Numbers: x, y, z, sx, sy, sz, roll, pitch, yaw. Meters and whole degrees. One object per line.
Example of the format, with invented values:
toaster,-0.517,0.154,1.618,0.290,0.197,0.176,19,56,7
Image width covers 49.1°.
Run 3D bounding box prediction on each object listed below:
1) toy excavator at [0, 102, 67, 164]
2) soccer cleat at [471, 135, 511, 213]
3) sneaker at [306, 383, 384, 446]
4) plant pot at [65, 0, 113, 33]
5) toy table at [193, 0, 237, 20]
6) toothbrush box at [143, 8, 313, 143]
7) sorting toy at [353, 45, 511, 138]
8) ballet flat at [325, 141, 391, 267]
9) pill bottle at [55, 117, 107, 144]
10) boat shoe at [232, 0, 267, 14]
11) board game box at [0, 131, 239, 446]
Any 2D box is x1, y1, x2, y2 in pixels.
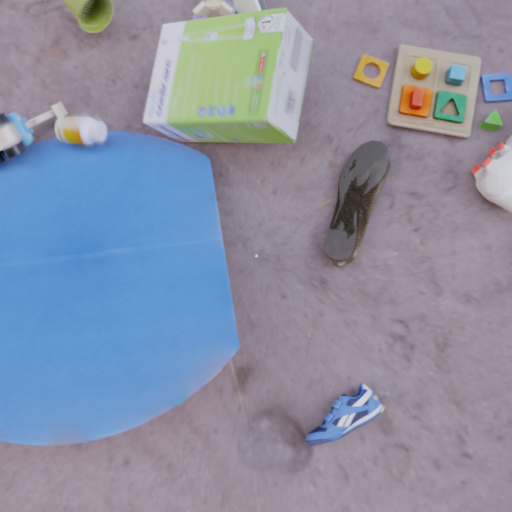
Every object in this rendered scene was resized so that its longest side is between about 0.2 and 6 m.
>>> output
toy excavator,-4.119,-2.229,9.775,1.362,1.401,0.700,-21,114,13
soccer cleat,5.205,-2.074,9.911,1.203,1.074,3.101,44,90,3
sneaker,1.395,2.653,9.299,1.435,0.530,0.590,-27,82,-13
plant pot,-3.099,-4.557,10.168,0.729,0.729,0.670,-45,71,-7
toy table,-0.787,-4.754,10.551,0.951,0.606,1.034,32,82,5
toothbrush box,-0.492,-2.921,9.385,2.496,1.075,1.818,7,84,30
sorting toy,3.307,-3.107,10.354,3.006,0.409,1.692,10,80,2
ballet flat,1.810,-0.918,9.957,0.821,0.565,2.436,11,73,27
pill bottle,-3.004,-2.160,9.650,0.804,0.446,0.446,7,80,20
boat shoe,-0.198,-5.290,10.559,0.664,0.782,2.148,-20,77,-23
board game box,-2.732,0.351,8.999,4.491,1.107,5.684,-8,54,-5
